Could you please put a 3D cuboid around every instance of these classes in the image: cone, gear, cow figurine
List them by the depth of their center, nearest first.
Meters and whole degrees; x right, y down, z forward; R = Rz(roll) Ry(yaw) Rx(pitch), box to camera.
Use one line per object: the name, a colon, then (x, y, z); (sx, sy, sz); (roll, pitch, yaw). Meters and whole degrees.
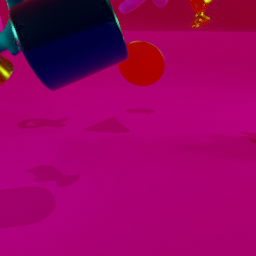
cow figurine: (0.207, -2.045, 3.975); (0.917, 0.511, 0.931); (-27, 61, 8)
gear: (-2.592, -2.065, 4.962); (1.784, 1.784, 0.330); (-6, 13, -16)
cone: (-3.040, -1.476, 5.533); (1.104, 1.108, 1.104); (-4, 52, 5)
cone: (0.456, -1.887, 7.319); (1.181, 1.181, 1.185); (5, 37, 14)
cow figurine: (1.966, -3.391, 7.881); (0.987, 0.971, 0.542); (35, -3, -26)

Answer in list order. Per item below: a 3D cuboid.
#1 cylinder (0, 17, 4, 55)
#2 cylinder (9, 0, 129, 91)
cylinder: (-4.114, -2.657, 7.725); (1.269, 1.269, 1.269); (-9, 50, -23)
cylinder: (-0.657, -1.110, 3.328); (1.039, 1.039, 1.039); (-23, 22, 1)
